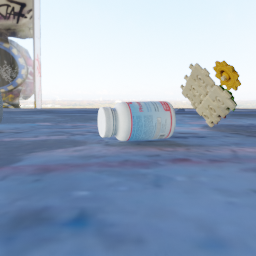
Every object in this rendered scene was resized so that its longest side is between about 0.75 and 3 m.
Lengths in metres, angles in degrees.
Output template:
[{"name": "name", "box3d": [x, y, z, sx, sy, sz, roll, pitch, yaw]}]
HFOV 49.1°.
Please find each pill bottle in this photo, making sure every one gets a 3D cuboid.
[{"name": "pill bottle", "box3d": [0.144, -0.127, 4.926, 1.266, 0.688, 0.688, -3, 6, -20]}]

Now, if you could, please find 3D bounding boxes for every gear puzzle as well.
[{"name": "gear puzzle", "box3d": [1.996, -0.935, 6.657, 0.371, 1.466, 2.831, -37, -11, -6]}]

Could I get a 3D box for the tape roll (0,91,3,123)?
[{"name": "tape roll", "box3d": [-3.612, -0.682, 7.279, 0.390, 1.181, 1.181, -8, 9, -37]}]
